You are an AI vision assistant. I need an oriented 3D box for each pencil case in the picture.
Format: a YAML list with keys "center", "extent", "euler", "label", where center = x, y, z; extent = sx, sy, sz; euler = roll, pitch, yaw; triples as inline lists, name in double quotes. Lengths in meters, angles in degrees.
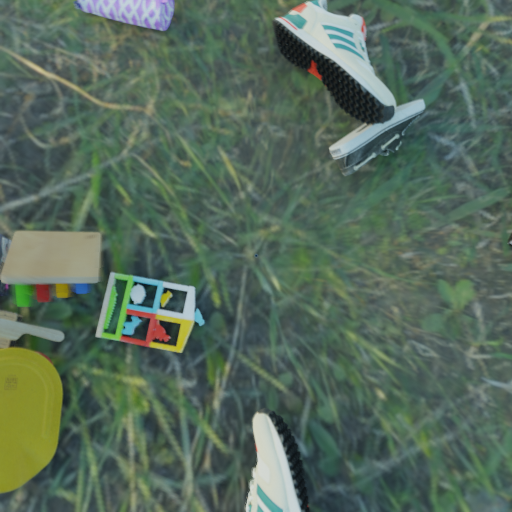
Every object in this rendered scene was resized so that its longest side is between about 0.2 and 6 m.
- center: [-2.475, -4.858, 10.635]
  extent: [1.803, 0.771, 0.757]
  euler: [14, 67, 1]
  label: "pencil case"

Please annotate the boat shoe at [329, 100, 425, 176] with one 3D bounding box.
- center: [2.276, -2.163, 10.224]
  extent: [2.040, 0.721, 0.650]
  euler: [-32, 106, -11]
  label: "boat shoe"

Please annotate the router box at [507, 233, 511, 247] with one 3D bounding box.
- center: [6.832, -0.721, 9.742]
  extent: [3.776, 0.986, 2.969]
  euler: [28, 81, 5]
  label: "router box"

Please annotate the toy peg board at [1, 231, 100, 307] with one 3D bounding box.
- center: [-3.376, 0.238, 9.423]
  extent: [1.424, 1.430, 0.699]
  euler: [1, 122, -14]
  label: "toy peg board"

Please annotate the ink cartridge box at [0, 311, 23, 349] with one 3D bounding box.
- center: [-4.536, 1.253, 9.740]
  extent: [0.754, 0.283, 0.621]
  euler: [12, 79, 2]
  label: "ink cartridge box"

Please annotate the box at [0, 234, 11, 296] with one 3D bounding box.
- center: [-4.668, 0.155, 9.745]
  extent: [0.589, 0.678, 1.026]
  euler: [1, 79, -4]
  label: "box"

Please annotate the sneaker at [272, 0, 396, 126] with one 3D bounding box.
- center: [1.661, -3.665, 10.066]
  extent: [1.405, 1.058, 3.005]
  euler: [-38, 65, -9]
  label: "sneaker"

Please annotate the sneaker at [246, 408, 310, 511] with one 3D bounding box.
- center: [0.126, 4.089, 8.776]
  extent: [1.482, 1.116, 3.171]
  euler: [-17, 78, 8]
  label: "sneaker"

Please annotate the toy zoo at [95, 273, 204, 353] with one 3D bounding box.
- center: [-1.800, 1.014, 9.835]
  extent: [1.791, 0.183, 1.175]
  euler: [11, 80, 2]
  label: "toy zoo"

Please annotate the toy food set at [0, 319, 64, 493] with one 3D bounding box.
- center: [-4.100, 2.402, 9.321]
  extent: [1.612, 0.895, 2.740]
  euler: [8, 81, -23]
  label: "toy food set"
